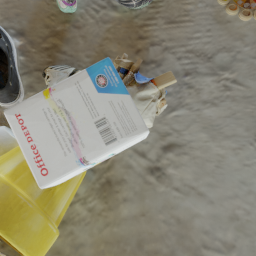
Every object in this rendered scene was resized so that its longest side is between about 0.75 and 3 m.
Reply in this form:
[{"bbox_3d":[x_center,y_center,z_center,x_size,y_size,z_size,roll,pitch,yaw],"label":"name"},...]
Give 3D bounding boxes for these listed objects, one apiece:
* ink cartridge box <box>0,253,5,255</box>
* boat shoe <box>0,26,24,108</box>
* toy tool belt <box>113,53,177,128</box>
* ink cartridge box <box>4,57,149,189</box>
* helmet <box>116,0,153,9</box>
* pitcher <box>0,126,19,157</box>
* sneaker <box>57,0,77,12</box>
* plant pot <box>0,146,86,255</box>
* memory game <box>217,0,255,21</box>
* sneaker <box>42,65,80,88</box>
[{"bbox_3d":[-3.825,3.454,5.787,2.588,0.579,2.280,24,70,9],"label":"ink cartridge box"},{"bbox_3d":[-3.642,-1.936,7.608,1.018,0.965,2.913,-18,70,-7],"label":"boat shoe"},{"bbox_3d":[0.043,-1.116,6.921,2.303,1.438,1.416,38,95,39],"label":"toy tool belt"},{"bbox_3d":[-0.786,-0.023,4.836,1.851,1.352,1.358,-27,84,-2],"label":"ink cartridge box"},{"bbox_3d":[0.178,-4.272,8.217,1.530,1.530,1.459,-16,104,-6],"label":"helmet"},{"bbox_3d":[-3.389,0.657,6.720,1.404,0.992,1.636,38,83,30],"label":"pitcher"},{"bbox_3d":[-1.889,-4.622,8.381,0.742,1.336,1.910,-16,72,-24],"label":"sneaker"},{"bbox_3d":[-2.052,1.272,5.882,2.204,2.204,2.073,33,58,12],"label":"plant pot"},{"bbox_3d":[3.864,-4.270,8.940,2.124,0.135,2.124,0,69,0],"label":"memory game"},{"bbox_3d":[-2.007,-0.984,7.509,1.040,0.682,1.807,26,63,19],"label":"sneaker"}]
